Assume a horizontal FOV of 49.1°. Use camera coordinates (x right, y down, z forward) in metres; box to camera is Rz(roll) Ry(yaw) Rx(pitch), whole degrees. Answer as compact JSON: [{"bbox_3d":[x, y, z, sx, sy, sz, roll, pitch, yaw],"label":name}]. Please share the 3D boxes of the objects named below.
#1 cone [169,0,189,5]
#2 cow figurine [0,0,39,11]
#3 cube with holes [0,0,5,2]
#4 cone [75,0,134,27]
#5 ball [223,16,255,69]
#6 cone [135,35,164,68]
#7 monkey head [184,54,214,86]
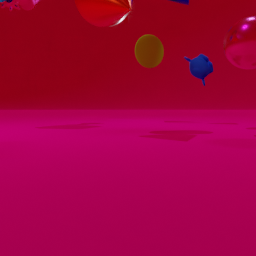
[{"bbox_3d":[1.384,-4.328,8.997,0.960,0.956,0.956,-11,2,8],"label":"cone"},{"bbox_3d":[-3.424,-4.101,8.902,0.744,1.333,1.355,22,-10,5],"label":"cow figurine"},{"bbox_3d":[-3.696,-4.050,7.247,1.206,1.206,1.206,3,42,13],"label":"cube with holes"},{"bbox_3d":[-0.181,-2.082,4.599,1.148,1.148,1.153,-2,34,-27],"label":"cone"},{"bbox_3d":[2.232,-1.543,5.112,0.927,0.927,0.927,0,4,0],"label":"ball"},{"bbox_3d":[0.575,-2.990,11.213,1.242,1.242,1.246,-2,8,-24],"label":"cone"},{"bbox_3d":[2.531,-2.113,9.878,0.747,1.240,0.892,-35,-2,7],"label":"monkey head"}]
